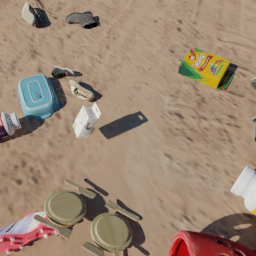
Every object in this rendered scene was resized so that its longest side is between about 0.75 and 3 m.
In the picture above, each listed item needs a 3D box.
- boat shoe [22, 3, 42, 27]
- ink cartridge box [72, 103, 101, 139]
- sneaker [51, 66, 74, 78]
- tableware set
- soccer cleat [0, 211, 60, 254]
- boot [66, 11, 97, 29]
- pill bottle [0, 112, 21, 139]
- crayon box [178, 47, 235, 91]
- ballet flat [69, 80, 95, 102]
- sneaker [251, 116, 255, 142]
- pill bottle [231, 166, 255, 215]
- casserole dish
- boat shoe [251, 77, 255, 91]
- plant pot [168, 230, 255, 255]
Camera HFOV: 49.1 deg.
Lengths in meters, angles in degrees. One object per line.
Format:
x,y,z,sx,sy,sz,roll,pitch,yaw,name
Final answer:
-5.345,-6.243,15.617,0.668,0.774,2.129,13,34,-46,boat shoe
-1.524,-0.303,10.219,0.420,1.249,0.731,10,35,-38,ink cartridge box
-3.071,-2.502,13.037,1.120,0.396,0.556,17,59,18,sneaker
-1.288,3.000,8.902,2.972,0.596,1.965,26,35,7,tableware set
-3.344,3.207,8.880,2.517,0.839,0.962,-15,36,-9,soccer cleat
-2.535,-5.805,15.255,1.567,0.547,1.032,-19,63,-8,boot
-5.162,-0.020,10.931,1.710,0.962,0.962,-20,58,-13,pill bottle
3.728,-2.776,13.084,2.347,0.596,1.490,26,59,16,crayon box
-2.151,-1.630,12.358,1.524,0.519,0.512,32,69,22,ballet flat
5.776,0.438,10.692,1.630,1.059,2.822,-20,47,-8,sneaker
4.737,2.358,8.992,2.572,1.440,1.440,33,61,21,pill bottle
-3.981,-1.477,12.250,1.549,0.496,2.558,-19,58,-13,casserole dish
6.196,-1.462,12.071,2.080,0.741,0.626,37,59,20,boat shoe
2.436,4.187,6.929,2.648,2.908,2.908,8,55,-5,plant pot
